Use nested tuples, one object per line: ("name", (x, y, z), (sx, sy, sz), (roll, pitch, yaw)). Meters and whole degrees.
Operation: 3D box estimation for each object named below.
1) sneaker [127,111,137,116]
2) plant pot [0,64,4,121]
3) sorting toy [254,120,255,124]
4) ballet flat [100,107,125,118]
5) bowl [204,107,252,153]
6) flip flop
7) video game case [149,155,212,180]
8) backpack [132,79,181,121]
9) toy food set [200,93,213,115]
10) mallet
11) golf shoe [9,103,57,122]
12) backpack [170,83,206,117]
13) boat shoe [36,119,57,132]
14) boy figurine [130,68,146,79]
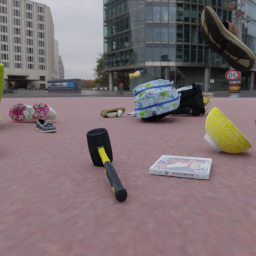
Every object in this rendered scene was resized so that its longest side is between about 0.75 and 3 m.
("sneaker", (0.383, -0.773, 14.655), (0.836, 0.335, 0.308), (-1, 9, 6))
("plant pot", (-5.736, -1.116, 9.950), (2.521, 2.299, 2.534), (-3, 8, -25))
("sorting toy", (5.022, -0.109, 10.187), (0.482, 0.329, 0.802), (-25, 34, -36))
("ballet flat", (-0.684, -0.739, 14.158), (1.458, 0.494, 0.527), (-5, 30, -31))
("bowl", (2.101, 0.166, 6.258), (0.639, 1.188, 1.188), (-42, 0, 12))
("flip flop", (3.499, -3.141, 9.783), (0.813, 2.824, 1.145), (-28, -24, -17))
("video game case", (0.973, 0.672, 4.994), (0.958, 0.121, 1.052), (2, 8, 19))
("backpack", (1.211, -1.238, 12.621), (2.342, 2.207, 2.871), (-8, 23, 14))
("toy food set", (3.968, -1.435, 16.082), (1.375, 0.579, 1.916), (5, 41, 33))
("mallet", (-0.318, 0.659, 4.493), (0.426, 0.682, 2.071), (-14, 26, -10))
("golf shoe", (-4.150, -0.579, 12.225), (2.268, 0.854, 1.038), (2, -13, 24))
("backpack", (2.965, -1.363, 14.939), (2.073, 1.730, 1.312), (-11, 2, 15))
("boat shoe", (-2.804, -0.091, 9.518), (0.443, 0.382, 1.218), (-7, 10, -39))
("boy figurine", (0.492, -2.831, 14.508), (0.875, 0.282, 0.544), (-21, 31, 11))
